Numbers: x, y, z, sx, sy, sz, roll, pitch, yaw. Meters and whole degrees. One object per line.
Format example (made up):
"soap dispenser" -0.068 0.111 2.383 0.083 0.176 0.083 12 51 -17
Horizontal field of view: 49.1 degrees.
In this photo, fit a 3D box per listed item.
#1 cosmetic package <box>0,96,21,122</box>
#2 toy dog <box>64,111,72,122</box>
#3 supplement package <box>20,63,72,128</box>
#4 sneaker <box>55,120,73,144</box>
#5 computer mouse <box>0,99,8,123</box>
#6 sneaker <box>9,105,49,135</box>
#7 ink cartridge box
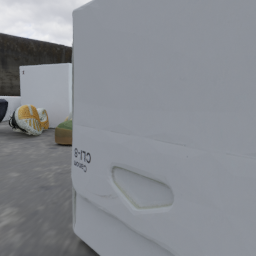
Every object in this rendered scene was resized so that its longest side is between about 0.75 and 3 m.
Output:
"cosmetic package" -5.608 -0.837 11.882 1.432 1.006 2.824 0 7 0
"toy dog" -0.717 -0.338 7.272 1.375 1.005 2.086 6 9 44
"supplement package" -2.041 -1.092 9.733 1.972 1.958 2.599 3 7 25
"sneaker" -0.250 -0.361 6.280 2.810 1.261 0.942 -3 7 -27
"computer mouse" -4.490 -0.181 7.763 2.846 0.750 1.971 -10 4 21
"sneaker" -2.712 -0.130 7.306 0.904 0.780 2.063 -10 -1 -3
"ink cartridge box" 0.859 0.004 1.833 2.083 1.507 1.514 -5 8 -37
